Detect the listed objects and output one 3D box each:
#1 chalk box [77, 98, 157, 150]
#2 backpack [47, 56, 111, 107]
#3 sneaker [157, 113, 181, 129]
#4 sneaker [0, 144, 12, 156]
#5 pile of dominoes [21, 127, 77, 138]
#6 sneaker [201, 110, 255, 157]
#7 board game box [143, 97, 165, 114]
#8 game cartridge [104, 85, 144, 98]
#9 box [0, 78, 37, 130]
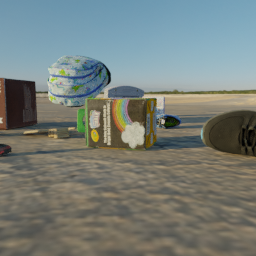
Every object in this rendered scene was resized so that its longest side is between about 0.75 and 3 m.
[{"bbox_3d":[-0.323,-0.161,6.782,1.871,1.168,1.160,3,7,18],"label":"chalk box"},{"bbox_3d":[-1.629,-1.492,8.714,1.800,1.696,2.206,14,46,9],"label":"backpack"},{"bbox_3d":[1.196,-0.301,10.552,1.641,0.644,0.731,1,4,4],"label":"sneaker"},{"bbox_3d":[-2.775,0.344,5.521,0.904,0.442,0.320,0,4,-10],"label":"sneaker"},{"bbox_3d":[-2.422,0.185,8.598,1.375,0.281,1.764,-5,0,-36],"label":"pile of dominoes"},{"bbox_3d":[2.650,0.135,5.247,2.482,0.909,1.017,2,6,16],"label":"sneaker"},{"bbox_3d":[1.384,-1.095,15.166,1.220,1.217,0.251,4,6,25],"label":"board game box"},{"bbox_3d":[-0.208,-1.565,16.520,2.801,1.865,0.582,-4,6,-40],"label":"game cartridge"},{"bbox_3d":[-4.963,-0.969,11.027,1.876,1.857,2.262,1,6,10],"label":"box"}]
